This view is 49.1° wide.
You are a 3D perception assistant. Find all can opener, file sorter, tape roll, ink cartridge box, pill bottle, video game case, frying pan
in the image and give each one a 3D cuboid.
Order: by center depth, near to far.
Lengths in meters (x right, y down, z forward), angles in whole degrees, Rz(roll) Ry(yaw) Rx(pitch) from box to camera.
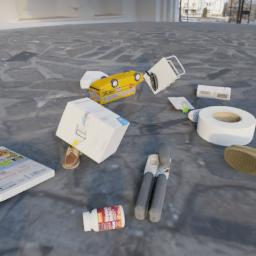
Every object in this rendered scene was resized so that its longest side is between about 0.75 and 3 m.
[{"bbox_3d":[-0.560,2.085,6.428,0.902,0.494,0.494,-5,27,-10],"label":"pill bottle"},{"bbox_3d":[0.724,1.288,7.566,0.703,0.881,2.635,6,27,11],"label":"can opener"},{"bbox_3d":[-3.676,1.215,8.154,2.497,0.225,1.788,17,22,30],"label":"video game case"},{"bbox_3d":[-1.113,0.012,8.889,1.718,1.243,1.265,31,21,13],"label":"ink cartridge box"},{"bbox_3d":[3.668,-0.117,10.531,2.059,0.720,2.059,0,26,0],"label":"tape roll"},{"bbox_3d":[1.066,-2.029,12.059,0.223,0.828,1.368,-12,19,-6],"label":"frying pan"},{"bbox_3d":[1.637,-2.391,12.531,0.908,1.012,1.458,-28,-5,-41],"label":"file sorter"},{"bbox_3d":[4.519,-2.076,14.727,1.611,0.565,1.982,8,32,16],"label":"ink cartridge box"},{"bbox_3d":[-1.425,-2.765,16.026,2.256,0.644,1.834,-2,26,5],"label":"ink cartridge box"}]

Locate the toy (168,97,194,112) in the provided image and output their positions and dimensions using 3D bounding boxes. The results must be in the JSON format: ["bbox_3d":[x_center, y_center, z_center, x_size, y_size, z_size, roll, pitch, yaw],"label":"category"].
[{"bbox_3d":[2.389,-1.044,12.819,0.801,0.328,1.391,-2,25,-10],"label":"toy"}]

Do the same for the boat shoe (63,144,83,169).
[{"bbox_3d":[-1.775,0.802,8.962,0.522,0.495,1.378,1,27,1],"label":"boat shoe"}]

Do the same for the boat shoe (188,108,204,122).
[{"bbox_3d":[3.126,-0.555,11.725,1.488,0.547,0.486,2,21,-20],"label":"boat shoe"}]

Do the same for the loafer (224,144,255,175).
[{"bbox_3d":[3.882,0.997,8.396,1.985,0.755,0.670,22,32,18],"label":"loafer"}]

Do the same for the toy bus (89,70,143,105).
[{"bbox_3d":[-0.516,-2.088,13.977,2.884,1.129,0.939,-23,33,-38],"label":"toy bus"}]
